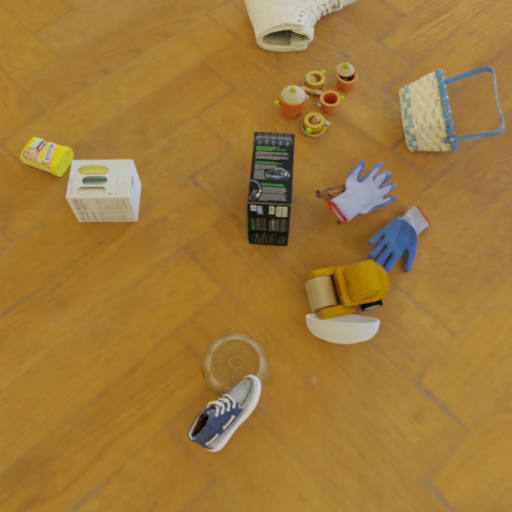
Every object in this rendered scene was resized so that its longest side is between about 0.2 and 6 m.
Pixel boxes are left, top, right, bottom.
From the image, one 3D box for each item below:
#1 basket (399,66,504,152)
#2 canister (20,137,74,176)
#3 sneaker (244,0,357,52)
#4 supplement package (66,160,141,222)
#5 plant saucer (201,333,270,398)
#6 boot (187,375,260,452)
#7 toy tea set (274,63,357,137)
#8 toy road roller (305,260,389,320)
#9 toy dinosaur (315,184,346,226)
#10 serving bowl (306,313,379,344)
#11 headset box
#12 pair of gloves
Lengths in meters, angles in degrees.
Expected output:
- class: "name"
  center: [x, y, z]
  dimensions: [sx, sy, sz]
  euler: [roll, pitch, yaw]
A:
- class: "basket"
  center: [4.359, -3.317, 12.612]
  dimensions: [2.091, 1.455, 1.844]
  euler: [-10, 60, 27]
- class: "canister"
  center: [-4.782, -2.276, 12.787]
  dimensions: [0.955, 0.413, 0.709]
  euler: [20, 65, 11]
- class: "sneaker"
  center: [1.520, -6.238, 14.436]
  dimensions: [3.399, 1.252, 1.964]
  euler: [-12, 65, 5]
- class: "supplement package"
  center: [-3.233, -1.387, 12.002]
  dimensions: [1.295, 0.976, 0.983]
  euler: [-1, 63, 0]
- class: "plant saucer"
  center: [-0.396, 2.063, 10.652]
  dimensions: [1.321, 0.234, 1.321]
  euler: [0, 63, 0]
- class: "boot"
  center: [-0.544, 2.707, 9.854]
  dimensions: [0.556, 0.690, 1.528]
  euler: [24, 76, 42]
- class: "toy tea set"
  center: [1.502, -3.975, 13.405]
  dimensions: [1.357, 0.844, 2.282]
  euler: [31, 67, 15]
- class: "toy road roller"
  center: [1.776, 0.571, 10.726]
  dimensions: [1.529, 1.116, 0.939]
  euler: [-11, 73, -6]
- class: "toy dinosaur"
  center: [2.007, -1.335, 11.956]
  dimensions: [1.492, 1.011, 0.640]
  euler: [-32, 68, -16]
- class: "serving bowl"
  center: [1.610, 1.379, 10.509]
  dimensions: [1.363, 1.363, 0.448]
  euler: [2, 92, 1]
- class: "headset box"
  center: [0.315, -1.422, 11.640]
  dimensions: [0.877, 1.646, 1.891]
  euler: [4, 63, 2]
- class: "pair of gloves"
  center: [2.621, -0.797, 11.674]
  dimensions: [1.934, 0.274, 2.406]
  euler: [-39, 94, -28]
